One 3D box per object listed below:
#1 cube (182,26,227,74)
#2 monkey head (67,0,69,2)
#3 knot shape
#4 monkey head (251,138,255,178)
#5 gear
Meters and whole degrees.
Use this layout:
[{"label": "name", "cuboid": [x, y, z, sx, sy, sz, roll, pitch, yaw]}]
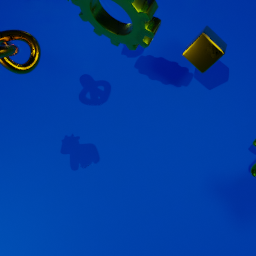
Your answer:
[{"label": "cube", "cuboid": [2.086, -2.127, 7.597, 0.800, 0.800, 0.800, 41, 39, -6]}, {"label": "monkey head", "cuboid": [-1.419, -3.390, 5.996, 0.716, 1.187, 0.854, 5, 52, -19]}, {"label": "knot shape", "cuboid": [-2.574, -1.616, 5.586, 1.433, 0.662, 1.341, 36, 35, -6]}, {"label": "monkey head", "cuboid": [3.194, 0.496, 6.090, 1.095, 0.918, 1.523, 41, 105, 6]}, {"label": "gear", "cuboid": [-0.270, -2.434, 5.838, 1.944, 1.944, 0.360, 26, 75, 11]}]
